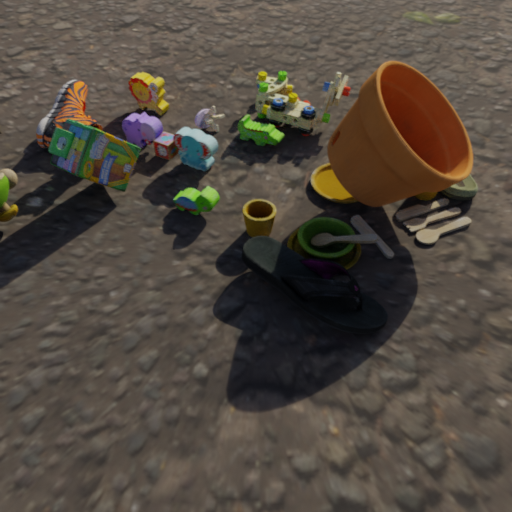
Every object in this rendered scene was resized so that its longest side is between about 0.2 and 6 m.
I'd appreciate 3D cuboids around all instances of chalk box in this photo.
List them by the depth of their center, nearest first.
[{"bbox_3d":[-3.282,-2.022,11.016,0.984,0.989,1.590,25,7,35],"label":"chalk box"}]

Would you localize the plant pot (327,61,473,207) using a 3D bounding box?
[{"bbox_3d":[2.525,-2.053,10.465,2.499,1.749,2.499,20,53,-30],"label":"plant pot"}]

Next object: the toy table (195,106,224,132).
[{"bbox_3d":[-1.081,-3.213,13.165,0.384,0.603,0.656,13,47,36],"label":"toy table"}]

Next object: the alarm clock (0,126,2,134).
[{"bbox_3d":[-6.539,-3.116,13.151,0.871,0.430,1.291,-27,48,-23],"label":"alarm clock"}]

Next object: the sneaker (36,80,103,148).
[{"bbox_3d":[-4.080,-3.196,13.034,1.230,0.852,2.195,10,57,5],"label":"sneaker"}]

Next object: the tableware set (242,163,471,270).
[{"bbox_3d":[1.841,-1.089,10.985,4.329,0.664,2.916,-19,48,-17],"label":"tableware set"}]

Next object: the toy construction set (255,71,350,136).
[{"bbox_3d":[0.997,-3.700,13.321,2.415,1.113,1.584,8,45,23],"label":"toy construction set"}]

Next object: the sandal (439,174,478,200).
[{"bbox_3d":[3.975,-2.162,11.987,0.987,0.709,2.485,-14,47,-14],"label":"sandal"}]

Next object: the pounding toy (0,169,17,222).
[{"bbox_3d":[-5.090,-0.851,10.690,1.440,0.866,1.865,-35,25,1],"label":"pounding toy"}]

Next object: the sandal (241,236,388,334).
[{"bbox_3d":[0.945,0.386,9.344,2.751,0.658,1.034,31,43,17],"label":"sandal"}]

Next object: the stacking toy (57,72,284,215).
[{"bbox_3d":[-1.878,-2.594,12.256,4.093,0.962,3.086,21,50,19],"label":"stacking toy"}]
